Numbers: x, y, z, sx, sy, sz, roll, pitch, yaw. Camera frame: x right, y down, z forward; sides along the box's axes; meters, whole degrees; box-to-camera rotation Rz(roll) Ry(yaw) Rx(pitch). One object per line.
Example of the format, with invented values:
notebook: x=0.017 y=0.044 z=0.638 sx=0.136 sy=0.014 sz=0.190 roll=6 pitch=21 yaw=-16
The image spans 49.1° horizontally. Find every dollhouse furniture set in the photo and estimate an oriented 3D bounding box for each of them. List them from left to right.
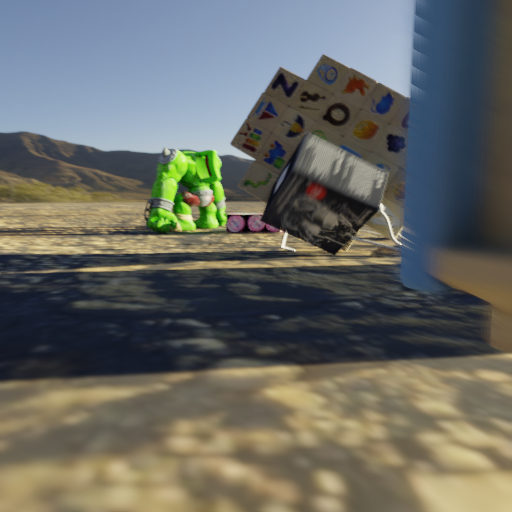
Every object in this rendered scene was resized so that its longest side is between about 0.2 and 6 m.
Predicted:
dollhouse furniture set: x=1.312 y=0.029 z=0.575 sx=1.306 sy=2.001 sz=1.889 roll=-6 pitch=9 yaw=-34

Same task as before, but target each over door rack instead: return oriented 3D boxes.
over door rack: x=1.978 y=-0.561 z=10.325 sx=2.690 sy=0.896 sz=1.987 roll=2 pitch=6 yaw=19

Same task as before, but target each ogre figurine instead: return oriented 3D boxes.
ogre figurine: x=-1.741 y=-1.779 z=15.223 sx=3.583 sy=2.148 sz=1.758 roll=-5 pitch=10 yaw=-44

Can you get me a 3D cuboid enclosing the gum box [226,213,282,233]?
gum box: x=0.006 y=-0.843 z=14.288 sx=1.454 sy=0.481 sz=0.825 roll=1 pitch=6 yaw=5

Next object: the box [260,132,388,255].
box: x=1.032 y=-0.922 z=8.809 sx=1.416 sy=0.810 sz=1.556 roll=24 pitch=-31 yaw=-7

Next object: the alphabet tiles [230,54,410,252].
alphabet tiles: x=1.404 y=-1.890 z=10.040 sx=3.507 sy=2.918 sz=0.111 roll=32 pitch=-1 yaw=14
